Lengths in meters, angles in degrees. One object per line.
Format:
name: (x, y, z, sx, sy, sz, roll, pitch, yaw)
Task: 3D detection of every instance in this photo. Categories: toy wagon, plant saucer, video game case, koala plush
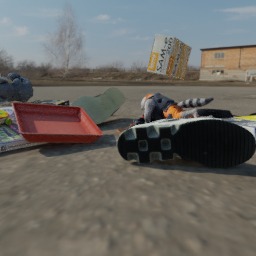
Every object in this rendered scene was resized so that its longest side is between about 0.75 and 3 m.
toy wagon: (-3.166, -0.216, 6.347, 0.740, 0.189, 0.954, 21, 22, 20)
plant saucer: (-1.755, -0.105, 6.747, 1.827, 0.335, 1.824, 3, 23, -29)
video game case: (-3.002, -0.015, 6.501, 1.920, 0.224, 1.746, 29, 26, 34)
koala plush: (-6.757, -2.214, 16.103, 1.863, 1.798, 2.027, 19, 14, 26)

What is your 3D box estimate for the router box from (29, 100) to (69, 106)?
router box: (-3.214, -0.794, 11.306, 1.334, 0.553, 1.780, 0, 11, 2)

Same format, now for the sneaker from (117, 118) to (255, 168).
sneaker: (1.053, 0.160, 5.166, 2.346, 0.869, 1.038, 3, 13, 12)

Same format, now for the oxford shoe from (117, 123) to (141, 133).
oxford shoe: (0.155, 0.019, 7.409, 0.965, 0.350, 0.343, 5, 11, 26)

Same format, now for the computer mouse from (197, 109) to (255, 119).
computer mouse: (3.275, -0.212, 8.718, 2.905, 0.494, 0.852, 3, -15, -11)

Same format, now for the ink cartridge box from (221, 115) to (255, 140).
ink cartridge box: (3.517, 0.037, 7.017, 2.098, 0.499, 2.123, -4, 9, -24)

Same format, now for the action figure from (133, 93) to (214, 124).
action figure: (1.385, -0.508, 8.117, 2.243, 1.213, 2.319, 19, 18, 35)

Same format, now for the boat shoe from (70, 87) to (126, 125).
boat shoe: (-1.114, -0.578, 9.408, 0.908, 1.060, 2.898, -39, -1, 34)

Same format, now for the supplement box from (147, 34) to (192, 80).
supplement box: (1.491, -2.394, 9.707, 0.721, 1.235, 1.960, 18, 13, 26)
